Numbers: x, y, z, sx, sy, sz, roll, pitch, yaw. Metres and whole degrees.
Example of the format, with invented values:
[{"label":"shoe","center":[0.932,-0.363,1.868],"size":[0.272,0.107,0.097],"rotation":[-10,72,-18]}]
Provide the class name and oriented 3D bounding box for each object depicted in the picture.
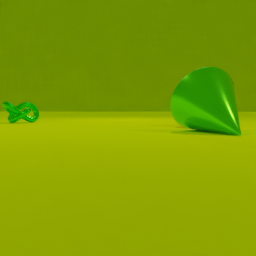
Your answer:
[{"label":"cone","center":[1.738,-0.244,5.328],"size":[1.441,1.441,1.446],"rotation":[-1,30,-15]},{"label":"knot shape","center":[-3.735,-0.569,9.965],"size":[1.200,0.593,1.283],"rotation":[-3,24,-46]}]
